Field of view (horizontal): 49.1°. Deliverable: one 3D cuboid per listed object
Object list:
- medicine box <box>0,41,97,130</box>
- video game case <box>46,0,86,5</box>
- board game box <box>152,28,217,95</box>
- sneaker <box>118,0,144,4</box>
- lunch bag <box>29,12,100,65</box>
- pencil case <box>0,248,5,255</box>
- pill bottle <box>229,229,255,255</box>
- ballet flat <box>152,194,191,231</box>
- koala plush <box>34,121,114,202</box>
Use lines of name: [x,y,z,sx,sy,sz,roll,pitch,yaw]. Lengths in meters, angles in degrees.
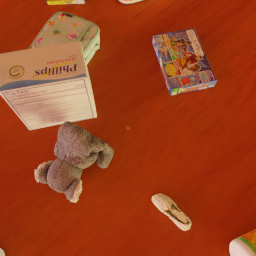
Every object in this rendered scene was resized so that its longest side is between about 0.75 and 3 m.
medicine box: [-2.135,-1.095,7.957,2.154,2.365,1.217,-11,66,-5]
video game case: [-2.419,-5.600,11.156,1.522,0.215,1.684,-2,65,-1]
board game box: [1.882,-2.318,9.585,1.557,0.396,2.301,-12,66,-5]
sneaker: [0.822,-5.698,10.604,2.759,1.290,0.971,-19,67,-8]
lunch bag: [-2.054,-2.813,9.531,1.885,0.906,2.350,23,68,10]
pencil case: [-3.869,3.513,6.765,1.719,0.780,0.714,-17,105,-9]
pill bottle: [3.882,2.896,6.727,2.471,1.372,1.372,-21,68,-9]
ballet flat: [1.209,2.211,7.563,1.286,0.461,0.461,39,72,17]
koala plush: [-1.566,0.919,7.606,1.648,1.708,1.859,29,81,13]
